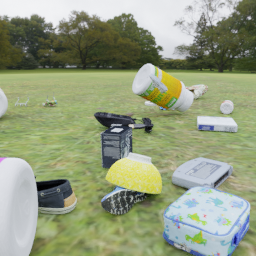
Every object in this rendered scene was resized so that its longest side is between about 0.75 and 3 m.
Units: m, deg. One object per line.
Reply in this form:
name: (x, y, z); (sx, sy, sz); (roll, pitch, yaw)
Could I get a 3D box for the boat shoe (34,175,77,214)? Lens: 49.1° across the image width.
boat shoe: (-1.868, 1.157, 5.079); (1.889, 0.588, 0.705); (1, 16, 8)

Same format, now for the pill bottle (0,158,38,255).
pill bottle: (-2.659, 1.121, 3.524); (2.713, 1.414, 1.414); (-2, 14, -3)

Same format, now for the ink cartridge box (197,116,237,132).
ink cartridge box: (3.401, -0.162, 10.849); (1.390, 0.307, 1.416); (3, 13, 12)

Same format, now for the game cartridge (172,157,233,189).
game cartridge: (1.637, 1.023, 6.263); (0.960, 0.299, 1.442); (6, 15, 38)

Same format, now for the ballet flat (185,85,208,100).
ballet flat: (3.936, -2.182, 18.016); (2.780, 1.051, 0.888); (-7, 45, -9)

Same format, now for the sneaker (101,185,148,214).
sneaker: (-0.108, 1.263, 5.164); (0.495, 0.436, 1.110); (-2, 3, 39)

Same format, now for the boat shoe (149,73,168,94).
boat shoe: (0.963, -1.498, 9.677); (0.359, 0.841, 0.311); (-39, 23, 28)

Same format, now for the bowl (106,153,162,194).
bowl: (0.177, 0.842, 5.550); (1.137, 0.612, 1.137); (14, -2, 0)

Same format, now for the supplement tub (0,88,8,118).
supplement tub: (-6.215, -1.197, 12.447); (1.502, 1.502, 2.076); (-7, 16, -26)

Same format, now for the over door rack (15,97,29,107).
over door rack: (-5.921, -1.417, 15.696); (0.612, 0.276, 0.828); (-2, 35, -6)

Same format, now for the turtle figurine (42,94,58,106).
turtle figurine: (-4.342, -1.555, 15.478); (0.822, 0.847, 0.610); (-18, 39, 24)

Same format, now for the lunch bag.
lunch bag: (1.214, 1.393, 4.216); (1.046, 0.537, 1.301); (9, 17, 36)

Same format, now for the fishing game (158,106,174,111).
fishing game: (2.062, -1.083, 14.722); (0.892, 0.194, 1.246); (-1, 14, -17)

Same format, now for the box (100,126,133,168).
box: (-0.267, 0.470, 7.144); (0.557, 0.883, 0.898); (5, 15, 19)

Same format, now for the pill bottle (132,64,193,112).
pill bottle: (1.656, -1.699, 12.780); (2.639, 1.466, 1.466); (23, 3, -26)

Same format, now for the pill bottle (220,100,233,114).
pill bottle: (4.856, -1.040, 13.726); (0.585, 0.585, 1.042); (5, 15, 21)

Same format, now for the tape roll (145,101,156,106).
tape roll: (1.349, -1.404, 16.061); (0.773, 0.141, 0.773); (1, 14, 0)

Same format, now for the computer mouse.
computer mouse: (-0.160, -0.116, 10.382); (2.271, 0.523, 1.595); (6, 14, -8)
